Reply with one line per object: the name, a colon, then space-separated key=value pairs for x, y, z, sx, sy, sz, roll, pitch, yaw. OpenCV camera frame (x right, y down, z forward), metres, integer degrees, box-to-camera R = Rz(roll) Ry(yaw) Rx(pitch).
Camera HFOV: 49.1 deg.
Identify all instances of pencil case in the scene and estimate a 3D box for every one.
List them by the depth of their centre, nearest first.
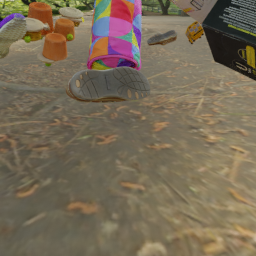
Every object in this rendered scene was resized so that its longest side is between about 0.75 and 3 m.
pencil case: x=-0.200 y=-2.538 z=6.485 sx=1.298 sy=2.936 sz=1.298 roll=5 pitch=-18 yaw=2

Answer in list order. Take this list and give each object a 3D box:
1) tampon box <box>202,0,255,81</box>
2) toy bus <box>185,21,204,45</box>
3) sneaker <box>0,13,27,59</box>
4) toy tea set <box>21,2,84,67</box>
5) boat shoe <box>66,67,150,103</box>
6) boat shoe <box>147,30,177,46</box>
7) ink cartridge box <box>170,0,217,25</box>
tampon box: x=3.062 y=-2.521 z=6.132 sx=1.511 sy=2.394 sz=1.794 roll=37 pitch=4 yaw=30
toy bus: x=2.299 y=-3.299 z=9.777 sx=0.422 sy=0.508 sz=1.298 roll=-36 pitch=4 yaw=11
sneaker: x=-3.384 y=-2.636 z=7.396 sx=1.919 sy=0.954 sz=0.667 roll=-23 pitch=-5 yaw=41
toy tea set: x=-2.364 y=-2.731 z=8.373 sx=1.771 sy=1.102 sz=2.978 roll=10 pitch=41 yaw=-7
boat shoe: x=-0.365 y=-0.811 z=5.474 sx=1.822 sy=0.690 sz=0.654 roll=-2 pitch=-6 yaw=-37
boat shoe: x=1.417 y=-3.567 z=11.424 sx=1.260 sy=0.452 sz=0.477 roll=-14 pitch=53 yaw=6
ink cartridge box: x=2.067 y=-3.721 z=7.500 sx=1.538 sy=1.133 sz=1.113 roll=30 pitch=-20 yaw=-17
